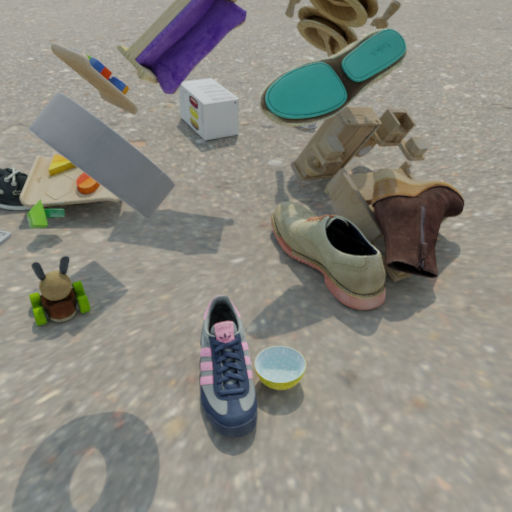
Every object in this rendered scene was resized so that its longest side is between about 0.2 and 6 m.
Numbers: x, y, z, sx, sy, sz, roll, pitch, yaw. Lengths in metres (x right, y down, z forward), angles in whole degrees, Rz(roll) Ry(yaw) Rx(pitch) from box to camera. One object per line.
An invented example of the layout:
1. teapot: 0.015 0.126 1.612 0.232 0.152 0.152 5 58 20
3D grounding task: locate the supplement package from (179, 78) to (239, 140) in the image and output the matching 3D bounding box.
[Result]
1. supplement package: -1.280 -3.954 15.001 0.997 1.036 1.821 -15 38 -22

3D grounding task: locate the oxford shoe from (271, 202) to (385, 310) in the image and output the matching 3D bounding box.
1. oxford shoe: 1.264 -0.360 9.866 1.085 1.131 3.064 -20 40 -25

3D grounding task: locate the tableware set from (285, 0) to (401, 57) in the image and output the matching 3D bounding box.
1. tableware set: 1.495 -4.797 11.491 2.167 0.657 3.278 28 2 -3

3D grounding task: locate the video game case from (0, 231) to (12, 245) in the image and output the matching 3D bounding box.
1. video game case: -5.270 -0.284 10.664 0.868 0.096 0.792 12 37 15

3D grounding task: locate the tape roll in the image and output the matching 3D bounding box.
1. tape roll: -1.752 -1.124 6.466 1.653 1.653 0.546 36 86 39

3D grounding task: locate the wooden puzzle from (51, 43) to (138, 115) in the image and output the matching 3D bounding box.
1. wooden puzzle: -2.621 -2.980 9.266 1.210 1.306 0.302 31 83 37

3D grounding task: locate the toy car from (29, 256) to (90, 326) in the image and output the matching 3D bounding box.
1. toy car: -3.167 0.454 8.816 0.843 1.026 0.809 -16 38 -21

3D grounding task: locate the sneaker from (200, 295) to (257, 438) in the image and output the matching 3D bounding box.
1. sneaker: -0.438 1.410 7.602 0.746 0.872 2.127 -7 36 -10

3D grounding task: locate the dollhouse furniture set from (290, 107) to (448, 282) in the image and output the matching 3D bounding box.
1. dollhouse furniture set: 2.508 -1.050 11.486 3.166 1.812 3.712 -11 65 -36

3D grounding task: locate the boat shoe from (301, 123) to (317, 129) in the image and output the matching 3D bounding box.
1. boat shoe: 1.050 -4.136 15.628 0.649 0.613 1.809 -20 40 -25

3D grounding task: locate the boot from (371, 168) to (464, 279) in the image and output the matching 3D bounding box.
1. boot: 2.930 -0.447 9.806 2.230 0.807 1.855 12 62 -30

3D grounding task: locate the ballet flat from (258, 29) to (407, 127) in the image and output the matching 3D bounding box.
1. ballet flat: 1.264 -2.780 9.216 2.917 0.910 0.984 -29 88 -17

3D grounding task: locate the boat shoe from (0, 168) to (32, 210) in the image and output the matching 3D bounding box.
1. boat shoe: -5.346 -1.485 11.788 2.452 0.740 0.927 -1 35 -2

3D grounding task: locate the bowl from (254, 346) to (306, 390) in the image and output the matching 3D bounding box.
1. bowl: 0.328 1.620 7.738 0.703 0.378 0.703 0 34 0

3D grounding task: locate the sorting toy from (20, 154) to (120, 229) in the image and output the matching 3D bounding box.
1. sorting toy: -3.739 -1.421 11.382 1.935 0.385 2.618 -2 41 -3

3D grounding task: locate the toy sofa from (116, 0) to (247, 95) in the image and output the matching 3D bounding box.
1. toy sofa: -1.380 -4.355 10.869 2.449 1.195 1.014 -41 5 11
